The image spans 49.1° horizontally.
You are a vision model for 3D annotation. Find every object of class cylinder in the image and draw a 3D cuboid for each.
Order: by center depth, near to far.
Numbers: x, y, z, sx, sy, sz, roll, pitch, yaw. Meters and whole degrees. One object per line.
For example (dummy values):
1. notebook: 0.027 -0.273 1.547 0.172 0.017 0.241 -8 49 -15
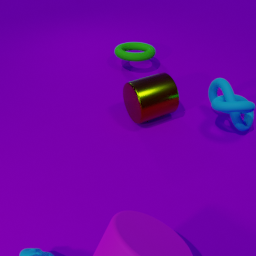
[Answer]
1. cylinder: 0.079 1.877 3.602 1.150 1.150 1.150 25 10 -5
2. cylinder: 0.560 -0.754 7.025 1.064 1.064 1.064 -19 46 -19

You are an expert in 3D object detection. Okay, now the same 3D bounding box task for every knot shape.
1. knot shape: 2.534 -0.495 6.665 1.325 0.654 1.416 34 19 -22

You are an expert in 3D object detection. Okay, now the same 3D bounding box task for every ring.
1. ring: 0.226 -2.436 8.910 1.305 0.261 1.305 1 34 0

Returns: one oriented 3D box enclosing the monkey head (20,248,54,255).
1. monkey head: -1.382 2.112 4.049 1.022 0.735 0.616 19 71 2
